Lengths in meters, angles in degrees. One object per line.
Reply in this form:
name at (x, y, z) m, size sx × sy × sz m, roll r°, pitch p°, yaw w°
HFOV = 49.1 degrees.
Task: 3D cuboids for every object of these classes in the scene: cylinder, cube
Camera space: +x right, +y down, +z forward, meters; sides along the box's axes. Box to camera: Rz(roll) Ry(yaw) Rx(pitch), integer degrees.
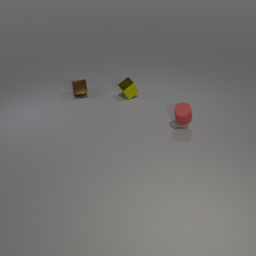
cylinder at (2.276, -0.587, 11.562) m, size 0.700 × 0.700 × 0.700 m, roll -7°, pitch 59°, yaw 12°
cube at (-2.528, -2.090, 14.570) m, size 0.700 × 0.700 × 0.700 m, roll -9°, pitch 2°, yaw -14°
cube at (0.030, -2.041, 14.397) m, size 0.700 × 0.700 × 0.700 m, roll -38°, pitch 48°, yaw -1°
